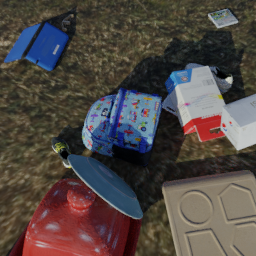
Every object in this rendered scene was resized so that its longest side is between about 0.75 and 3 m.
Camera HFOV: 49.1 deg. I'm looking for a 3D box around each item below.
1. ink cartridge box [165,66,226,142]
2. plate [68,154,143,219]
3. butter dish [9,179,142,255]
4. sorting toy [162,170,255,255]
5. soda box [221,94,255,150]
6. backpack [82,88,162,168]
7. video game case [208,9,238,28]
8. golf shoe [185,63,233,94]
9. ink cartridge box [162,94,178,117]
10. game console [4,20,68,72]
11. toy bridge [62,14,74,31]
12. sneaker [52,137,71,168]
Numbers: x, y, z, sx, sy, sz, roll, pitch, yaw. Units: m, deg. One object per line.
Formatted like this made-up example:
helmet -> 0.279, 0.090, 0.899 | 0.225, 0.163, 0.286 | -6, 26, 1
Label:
ink cartridge box -> 2.210, -0.672, 8.674 | 1.338, 0.774, 2.303 | -13, 74, -17
plate -> -0.477, 1.323, 6.939 | 2.347, 2.347, 0.300 | 39, 91, 20
butter dish -> -1.073, 2.101, 6.331 | 2.725, 2.014, 2.717 | 13, 37, 7
sorting toy -> 2.426, 2.564, 7.298 | 2.639, 0.520, 2.851 | -8, 56, -4
soda box -> 3.265, -0.380, 6.109 | 2.320, 0.790, 0.739 | -21, 46, -4
backpack -> -0.241, -0.150, 8.232 | 2.252, 1.515, 2.056 | 14, 62, 9
video game case -> 3.909, -4.515, 11.531 | 0.924, 0.102, 0.842 | -18, 62, -9
golf shoe -> 2.803, -1.926, 9.631 | 1.730, 0.841, 0.677 | 29, 67, 17
ink cartridge box -> 1.692, -0.936, 9.345 | 0.729, 0.337, 1.337 | 32, 66, 15
game console -> -3.433, -2.993, 10.613 | 1.636, 1.134, 1.917 | 28, 60, -20
toy bridge -> -2.505, -4.281, 11.381 | 0.312, 0.126, 0.928 | 12, 61, 10
sneaker -> -1.939, 0.639, 8.359 | 0.422, 0.480, 1.134 | -33, 65, -18
